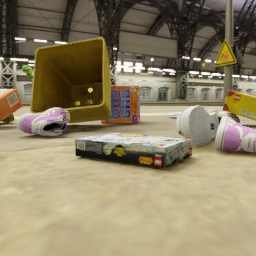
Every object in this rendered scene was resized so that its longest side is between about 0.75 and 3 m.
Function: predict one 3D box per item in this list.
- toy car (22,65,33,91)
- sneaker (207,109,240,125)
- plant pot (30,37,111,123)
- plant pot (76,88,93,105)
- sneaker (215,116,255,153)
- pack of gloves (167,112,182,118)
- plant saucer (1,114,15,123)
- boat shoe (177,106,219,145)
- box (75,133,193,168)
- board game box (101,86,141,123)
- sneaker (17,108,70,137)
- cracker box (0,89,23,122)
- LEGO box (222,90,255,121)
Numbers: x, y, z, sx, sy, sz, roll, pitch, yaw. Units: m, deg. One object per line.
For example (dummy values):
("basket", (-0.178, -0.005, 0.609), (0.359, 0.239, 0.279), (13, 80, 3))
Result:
("toy car", (-3.600, -1.973, 10.695), (0.252, 1.129, 1.062), (-13, -45, 27))
("sneaker", (3.870, -0.278, 11.242), (1.528, 0.578, 0.703), (9, 33, -15))
("plant pot", (-1.892, -1.519, 11.057), (2.744, 2.744, 2.420), (-6, -19, 11))
("plant pot", (-3.512, -2.511, 25.263), (2.372, 2.372, 2.232), (-2, 21, -23))
("sneaker", (2.438, 0.187, 6.014), (0.991, 0.630, 1.737), (8, 15, 19))
("pack of gloves", (3.418, -0.677, 16.169), (2.198, 0.434, 1.847), (-7, 9, 6))
("plant saucer", (-5.690, -0.624, 12.495), (1.255, 1.255, 0.195), (3, 50, 25))
("boat shoe", (1.623, -0.084, 6.975), (0.823, 0.901, 2.505), (-3, 3, 30))
("box", (0.113, 0.352, 5.050), (1.776, 0.354, 1.216), (4, 7, 32))
("board game box", (-0.297, -1.109, 13.111), (1.667, 1.665, 1.666), (1, 6, 6))
("sneaker", (-2.168, -0.113, 8.557), (1.182, 0.752, 2.074), (9, 16, 24))
("cracker box", (-5.969, -0.799, 10.907), (2.925, 0.844, 1.959), (1, 30, 20))
("LEGO box", (5.090, -0.793, 11.176), (2.203, 0.850, 1.640), (22, 14, 25))
